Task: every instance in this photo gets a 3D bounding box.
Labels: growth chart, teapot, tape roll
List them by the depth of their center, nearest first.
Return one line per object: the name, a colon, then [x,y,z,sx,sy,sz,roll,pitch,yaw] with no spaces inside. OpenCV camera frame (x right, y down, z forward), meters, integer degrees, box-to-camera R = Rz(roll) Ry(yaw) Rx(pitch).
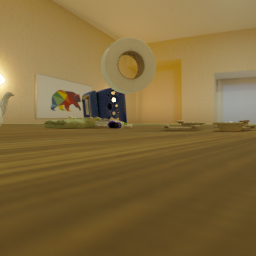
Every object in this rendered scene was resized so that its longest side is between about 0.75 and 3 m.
tape roll: [0.014,-2.586,11.741,2.256,2.256,0.789,0,3,-18]
growth chart: [-1.223,-0.265,11.955,2.367,0.210,1.713,3,-9,30]
teapot: [-7.291,-1.013,13.164,2.646,1.958,2.681,0,2,22]

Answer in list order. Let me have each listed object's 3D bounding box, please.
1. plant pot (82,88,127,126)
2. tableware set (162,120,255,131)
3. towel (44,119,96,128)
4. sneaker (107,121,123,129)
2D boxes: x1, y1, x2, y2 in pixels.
plant pot: [-1.568,-1.264,17.417,2.186,2.432,2.432,-6,4,-23]
tableware set: [2.251,-0.082,7.768,2.574,0.299,2.150,0,1,22]
towel: [-2.330,-0.177,11.098,1.488,0.366,2.006,-2,2,-39]
sneaker: [-0.578,-0.123,10.222,0.413,0.289,0.831,-2,2,-38]
